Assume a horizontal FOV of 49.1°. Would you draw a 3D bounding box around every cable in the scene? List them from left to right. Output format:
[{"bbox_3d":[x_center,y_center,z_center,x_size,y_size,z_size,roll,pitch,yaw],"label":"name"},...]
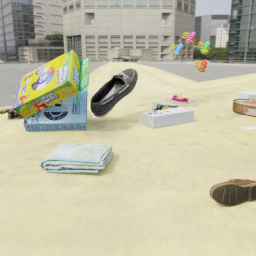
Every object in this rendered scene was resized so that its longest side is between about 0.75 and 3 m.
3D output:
[{"bbox_3d":[-4.709,-0.820,11.917,1.063,0.551,2.188,-2,17,-7],"label":"cable"}]

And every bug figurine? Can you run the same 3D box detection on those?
[{"bbox_3d":[2.273,-2.634,9.650,1.551,1.203,0.399,27,-9,-16],"label":"bug figurine"}]

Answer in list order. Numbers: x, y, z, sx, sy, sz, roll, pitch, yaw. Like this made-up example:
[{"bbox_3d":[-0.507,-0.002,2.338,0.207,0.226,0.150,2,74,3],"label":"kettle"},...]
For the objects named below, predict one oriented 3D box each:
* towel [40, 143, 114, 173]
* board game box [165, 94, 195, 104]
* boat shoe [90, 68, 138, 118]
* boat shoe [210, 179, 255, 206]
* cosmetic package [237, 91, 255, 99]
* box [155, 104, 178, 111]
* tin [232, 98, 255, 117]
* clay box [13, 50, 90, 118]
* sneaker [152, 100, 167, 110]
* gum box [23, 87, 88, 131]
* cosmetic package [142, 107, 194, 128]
[{"bbox_3d":[-1.212,0.745,7.051,1.548,0.373,1.325,3,14,9],"label":"towel"},{"bbox_3d":[2.772,-1.600,14.972,1.568,0.305,1.239,7,18,23],"label":"board game box"},{"bbox_3d":[-0.482,-1.555,10.905,0.916,0.780,2.739,24,62,27],"label":"boat shoe"},{"bbox_3d":[2.055,1.218,5.426,1.226,0.441,0.417,4,9,-19],"label":"boat shoe"},{"bbox_3d":[6.480,-1.447,13.824,1.843,0.657,0.935,-2,17,-8],"label":"cosmetic package"},{"bbox_3d":[1.691,-0.785,12.245,0.928,0.220,0.896,5,22,14],"label":"box"},{"bbox_3d":[5.806,-0.802,11.940,1.558,0.583,2.783,-7,18,-37],"label":"tin"},{"bbox_3d":[-2.506,-1.527,9.297,2.699,0.642,1.551,-22,49,21],"label":"clay box"},{"bbox_3d":[1.576,-1.071,12.885,0.917,0.456,0.357,1,6,0],"label":"sneaker"},{"bbox_3d":[-2.549,-0.721,10.185,2.116,0.471,1.798,-1,52,-5],"label":"gum box"},{"bbox_3d":[1.545,-0.432,10.744,1.922,0.487,0.793,-10,20,-30],"label":"cosmetic package"}]
